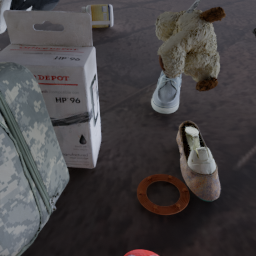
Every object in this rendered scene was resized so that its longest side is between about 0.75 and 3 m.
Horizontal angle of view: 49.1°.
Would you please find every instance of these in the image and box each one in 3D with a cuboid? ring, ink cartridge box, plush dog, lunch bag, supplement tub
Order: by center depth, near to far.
[{"bbox_3d":[-2.208,0.667,3.927,1.860,2.669,2.239,3,33,17],"label":"lunch bag"},{"bbox_3d":[1.276,-1.419,5.168,1.256,1.344,1.565,-19,48,21],"label":"plush dog"},{"bbox_3d":[0.666,1.211,5.303,0.994,0.095,0.994,0,37,0],"label":"ring"},{"bbox_3d":[-1.478,-0.623,5.411,1.691,2.914,0.989,3,37,4],"label":"ink cartridge box"},{"bbox_3d":[-1.496,-5.488,13.760,1.470,1.062,1.062,-4,36,-6],"label":"supplement tub"}]

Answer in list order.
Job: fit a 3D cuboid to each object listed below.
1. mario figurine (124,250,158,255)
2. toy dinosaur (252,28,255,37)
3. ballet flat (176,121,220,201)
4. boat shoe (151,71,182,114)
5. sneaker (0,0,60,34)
[{"bbox_3d":[0.675,2.139,3.131,2.011,1.066,1.241,33,13,27],"label":"mario figurine"},{"bbox_3d":[3.961,-2.878,6.944,1.288,1.898,0.970,24,46,-29],"label":"toy dinosaur"},{"bbox_3d":[1.377,0.538,5.731,0.688,0.680,2.023,-4,36,-6],"label":"ballet flat"},{"bbox_3d":[1.143,-1.242,8.098,0.776,0.792,2.225,7,36,10],"label":"boat shoe"},{"bbox_3d":[-1.747,-2.918,5.074,2.781,1.016,1.556,-30,8,48],"label":"sneaker"}]
